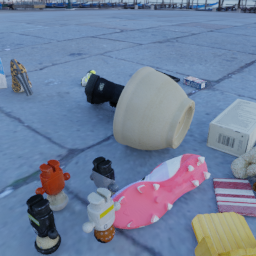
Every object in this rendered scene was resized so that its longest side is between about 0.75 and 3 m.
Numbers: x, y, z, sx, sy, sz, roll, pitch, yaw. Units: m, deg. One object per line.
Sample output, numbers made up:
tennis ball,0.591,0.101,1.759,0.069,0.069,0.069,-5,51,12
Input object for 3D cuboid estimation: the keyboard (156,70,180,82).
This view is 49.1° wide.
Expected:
keyboard,1.561,-2.741,14.899,1.336,0.285,2.224,-12,29,-34

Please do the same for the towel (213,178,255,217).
towel,2.626,1.676,6.892,0.926,0.146,1.285,2,27,9

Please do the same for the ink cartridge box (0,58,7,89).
ink cartridge box,-6.893,-2.515,13.319,1.880,1.359,0.792,-12,31,-21

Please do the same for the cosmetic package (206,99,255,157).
cosmetic package,3.737,-0.077,9.315,1.276,0.901,2.465,21,34,34

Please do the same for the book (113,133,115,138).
book,0.458,0.047,9.223,1.588,0.382,1.061,5,35,31

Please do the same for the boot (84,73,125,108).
boot,-0.347,-1.098,11.002,2.447,1.112,2.913,24,-2,-2

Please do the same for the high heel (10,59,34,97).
high heel,-5.015,-2.426,12.672,0.835,1.667,2.338,-31,32,-24

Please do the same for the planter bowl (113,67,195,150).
planter bowl,0.939,-0.363,8.383,1.693,2.516,2.516,24,36,23

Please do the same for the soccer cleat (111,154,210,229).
soccer cleat,0.667,1.443,6.708,2.984,0.995,1.141,-24,6,-29

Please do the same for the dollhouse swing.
dollhouse swing,1.989,1.982,5.357,1.368,1.244,1.203,-3,50,-4

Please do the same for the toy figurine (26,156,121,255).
toy figurine,-1.070,1.572,5.862,1.815,1.283,1.844,-5,27,-4

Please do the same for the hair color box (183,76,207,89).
hair color box,3.315,-2.265,13.946,0.533,0.322,1.065,-21,35,-34

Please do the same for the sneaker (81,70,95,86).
sneaker,-1.907,-2.493,14.261,0.539,0.532,1.410,13,41,10

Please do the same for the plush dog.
plush dog,3.677,1.083,7.130,1.569,1.259,1.348,-8,53,-14
